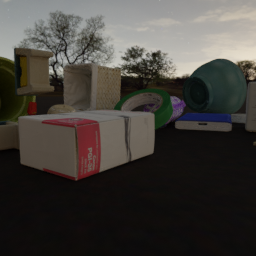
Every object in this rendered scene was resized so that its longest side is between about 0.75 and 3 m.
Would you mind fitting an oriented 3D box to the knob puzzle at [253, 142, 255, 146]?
[{"bbox_3d":[3.780,0.308,6.281,1.556,0.216,1.556,0,8,0],"label":"knob puzzle"}]

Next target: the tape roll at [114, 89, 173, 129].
[{"bbox_3d":[0.448,-0.542,8.443,1.772,0.426,1.772,-13,37,10],"label":"tape roll"}]

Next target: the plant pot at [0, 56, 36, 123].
[{"bbox_3d":[-4.992,-1.103,10.140,2.422,2.422,2.227,-8,-1,-44],"label":"plant pot"}]

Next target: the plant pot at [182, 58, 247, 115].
[{"bbox_3d":[3.533,-1.628,12.329,1.750,2.613,2.613,-17,16,-31],"label":"plant pot"}]

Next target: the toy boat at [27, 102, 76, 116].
[{"bbox_3d":[-2.695,-0.419,9.952,1.766,0.821,1.485,7,11,-9],"label":"toy boat"}]

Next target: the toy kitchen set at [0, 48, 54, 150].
[{"bbox_3d":[-3.116,-0.633,5.824,1.613,2.194,2.739,9,12,43],"label":"toy kitchen set"}]

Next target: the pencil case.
[{"bbox_3d":[1.364,-0.676,10.171,1.056,1.036,2.470,-30,-2,21],"label":"pencil case"}]

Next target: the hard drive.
[{"bbox_3d":[2.731,-0.253,9.861,1.701,0.327,2.579,3,8,19],"label":"hard drive"}]

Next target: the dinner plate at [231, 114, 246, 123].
[{"bbox_3d":[4.915,-0.399,11.325,2.184,0.265,2.184,1,8,0],"label":"dinner plate"}]

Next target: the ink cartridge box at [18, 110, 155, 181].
[{"bbox_3d":[-0.645,0.163,5.016,1.485,0.839,2.027,6,10,38],"label":"ink cartridge box"}]

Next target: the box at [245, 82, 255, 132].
[{"bbox_3d":[4.536,-0.657,8.549,1.729,1.481,1.720,5,9,22],"label":"box"}]

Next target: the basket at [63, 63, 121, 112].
[{"bbox_3d":[-1.874,-2.003,14.582,2.512,2.534,2.038,8,10,44],"label":"basket"}]
